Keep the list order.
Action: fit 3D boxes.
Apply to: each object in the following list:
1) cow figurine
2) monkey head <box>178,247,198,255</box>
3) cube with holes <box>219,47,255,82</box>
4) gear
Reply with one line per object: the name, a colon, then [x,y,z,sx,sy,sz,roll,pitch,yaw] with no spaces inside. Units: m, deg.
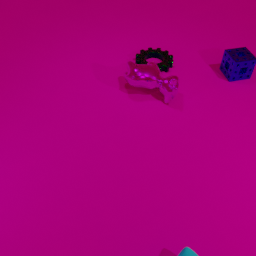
cow figurine: [0.797,-1.543,9.199,1.718,0.943,1.691,-1,38,-21]
monkey head: [0.795,2.804,4.835,1.403,1.175,1.950,-44,83,-6]
cube with holes: [3.913,-2.275,10.001,0.825,0.825,0.825,-10,48,-9]
gear: [0.996,-2.566,10.654,1.434,0.265,1.434,0,47,0]
